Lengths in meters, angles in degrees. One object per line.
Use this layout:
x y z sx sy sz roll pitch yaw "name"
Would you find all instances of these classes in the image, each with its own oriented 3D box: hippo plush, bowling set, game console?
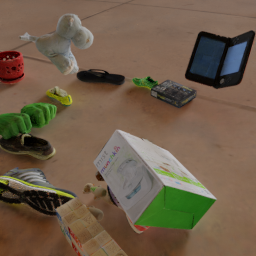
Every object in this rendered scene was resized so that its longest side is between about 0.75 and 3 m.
-2.563 -3.634 11.354 2.014 2.505 1.995 -45 22 12 "hippo plush"
-0.745 1.657 8.168 0.997 1.292 1.857 4 24 44 "bowling set"
3.273 -2.595 10.072 1.230 2.073 1.786 22 -9 -22 "game console"

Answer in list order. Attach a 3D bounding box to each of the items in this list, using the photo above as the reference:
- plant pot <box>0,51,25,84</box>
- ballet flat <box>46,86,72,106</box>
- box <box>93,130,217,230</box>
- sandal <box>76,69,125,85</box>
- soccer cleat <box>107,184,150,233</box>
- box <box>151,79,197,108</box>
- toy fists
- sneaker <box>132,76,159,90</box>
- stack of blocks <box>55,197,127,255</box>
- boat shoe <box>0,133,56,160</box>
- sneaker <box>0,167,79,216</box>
-6.094 -3.127 14.463 1.478 1.346 1.478 0 38 0 "plant pot"
-3.232 -1.602 13.072 1.780 0.597 0.595 30 45 34 "ballet flat"
0.732 1.388 7.498 2.548 1.232 2.248 24 16 -45 "box"
-1.419 -2.787 14.669 2.592 0.555 0.986 6 38 8 "sandal"
0.047 2.073 7.638 1.599 0.585 0.546 53 27 9 "soccer cleat"
2.154 -1.656 13.271 1.728 0.441 1.362 29 47 34 "box"
-3.951 -0.322 10.902 1.319 0.890 2.588 2 21 38 "toy fists"
0.906 -2.347 14.039 1.477 0.617 0.547 18 42 23 "sneaker"
-0.854 2.839 6.666 0.634 1.247 2.165 -26 44 -30 "stack of blocks"
-3.670 0.538 10.116 2.246 0.738 0.802 12 39 16 "boat shoe"
-2.689 1.738 8.378 2.755 1.018 1.115 13 36 14 "sneaker"
